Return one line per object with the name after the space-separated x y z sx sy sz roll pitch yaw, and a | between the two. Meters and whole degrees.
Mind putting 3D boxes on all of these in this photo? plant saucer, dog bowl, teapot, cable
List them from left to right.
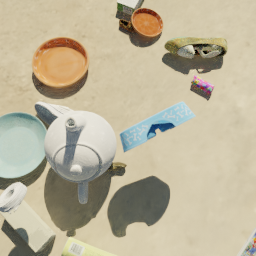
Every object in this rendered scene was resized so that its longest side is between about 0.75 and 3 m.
-3.220 1.917 7.746 0.895 0.310 0.895 -10 38 37 | cable
-4.080 0.628 10.249 2.463 0.474 2.463 0 73 1 | plant saucer
-2.689 -2.620 11.328 2.292 0.429 2.292 0 71 -1 | plant saucer
-1.543 0.865 8.952 2.575 1.880 2.541 38 114 -24 | teapot
0.809 -4.442 11.881 1.416 0.229 1.416 5 71 -15 | plant saucer
0.814 -0.050 8.288 2.370 1.321 0.587 -26 86 0 | dog bowl

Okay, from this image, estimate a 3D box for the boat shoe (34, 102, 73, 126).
-2.443 -0.428 10.507 2.299 0.846 0.751 28 43 15 | boat shoe

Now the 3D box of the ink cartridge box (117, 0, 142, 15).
0.217 -5.816 12.333 0.831 0.474 1.600 24 74 7 | ink cartridge box

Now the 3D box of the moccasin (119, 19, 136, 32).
0.050 -4.367 11.923 0.942 0.364 0.345 32 75 10 | moccasin

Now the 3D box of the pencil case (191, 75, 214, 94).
2.942 -1.714 11.047 0.921 0.407 0.407 31 75 8 | pencil case

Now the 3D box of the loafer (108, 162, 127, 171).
-0.489 1.393 10.089 0.904 0.344 0.305 0 73 11 | loafer

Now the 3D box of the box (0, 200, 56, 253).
-3.328 3.188 9.331 1.851 0.633 0.760 43 77 13 | box

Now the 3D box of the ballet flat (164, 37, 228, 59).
2.776 -3.185 11.265 2.563 0.906 0.906 -3 72 -4 | ballet flat

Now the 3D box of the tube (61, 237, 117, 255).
-0.920 4.324 9.030 2.466 0.715 0.640 22 34 4 | tube

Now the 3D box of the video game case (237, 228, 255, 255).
4.253 4.583 9.116 1.493 0.188 2.085 38 76 12 | video game case
